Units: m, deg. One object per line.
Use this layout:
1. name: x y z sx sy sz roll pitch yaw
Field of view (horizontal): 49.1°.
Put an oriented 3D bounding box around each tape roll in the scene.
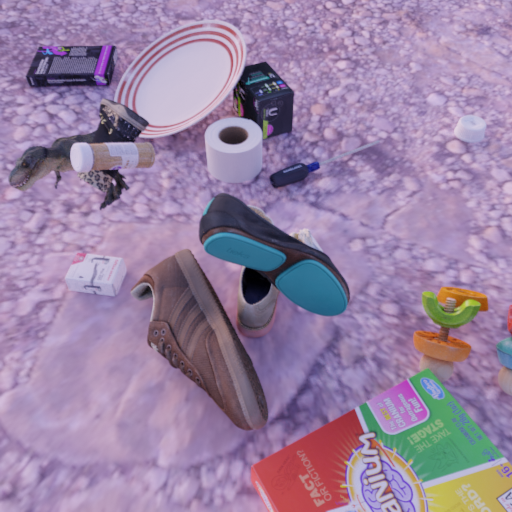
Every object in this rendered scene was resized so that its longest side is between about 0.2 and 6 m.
1. tape roll: -0.425 -2.051 10.883 1.108 0.761 1.108 0 49 0

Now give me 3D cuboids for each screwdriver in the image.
1. screwdriver: 1.407 -1.832 10.901 2.499 0.349 0.364 -21 24 -12

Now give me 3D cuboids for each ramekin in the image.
1. ramekin: 4.501 -2.675 11.736 0.616 0.300 0.616 0 49 0

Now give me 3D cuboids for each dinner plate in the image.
1. dinner plate: -1.621 -3.757 12.033 3.235 0.392 3.235 -13 56 21

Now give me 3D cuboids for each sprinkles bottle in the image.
1. sprinkles bottle: -1.799 -1.262 7.098 1.026 0.350 0.350 -11 46 -40

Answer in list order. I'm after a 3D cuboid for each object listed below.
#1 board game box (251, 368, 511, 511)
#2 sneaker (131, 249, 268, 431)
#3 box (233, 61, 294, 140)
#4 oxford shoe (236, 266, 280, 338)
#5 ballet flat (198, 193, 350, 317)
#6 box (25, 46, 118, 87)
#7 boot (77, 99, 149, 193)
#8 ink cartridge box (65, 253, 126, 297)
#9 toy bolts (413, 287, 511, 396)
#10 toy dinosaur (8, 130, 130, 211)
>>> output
1. board game box: 1.629 2.859 6.735 2.758 0.556 2.110 -23 53 -19
2. sneaker: -0.865 1.289 7.989 1.182 1.103 3.131 -29 49 -1
3. box: 0.128 -3.268 11.782 0.837 1.000 1.346 -20 52 -16
4. oxford shoe: 0.127 0.197 8.893 0.768 0.801 2.170 3 49 3
5. ballet flat: 0.381 -0.073 7.849 0.940 2.764 0.945 -29 45 33
6. box: -4.354 -4.530 13.333 1.913 0.345 1.368 0 48 -2
7. boot: -2.163 -1.584 7.979 1.185 0.566 1.569 -59 32 0
8. ink cartridge box: -2.595 0.302 9.113 0.808 0.342 0.588 8 49 4
9. toy bolts: 3.242 1.247 8.095 1.764 1.224 1.685 12 9 23
10. toy dinosaur: -2.644 -1.493 9.139 0.716 1.330 3.017 -26 16 26
